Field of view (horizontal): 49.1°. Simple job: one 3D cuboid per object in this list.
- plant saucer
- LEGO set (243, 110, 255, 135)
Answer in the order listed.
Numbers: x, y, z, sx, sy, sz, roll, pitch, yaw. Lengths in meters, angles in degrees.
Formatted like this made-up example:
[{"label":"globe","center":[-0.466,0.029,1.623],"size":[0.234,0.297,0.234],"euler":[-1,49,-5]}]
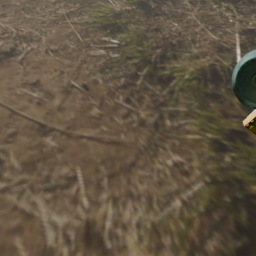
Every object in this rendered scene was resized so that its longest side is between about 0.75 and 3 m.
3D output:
[{"label":"plant saucer","center":[2.433,-0.882,5.164],"size":[0.208,1.160,1.160],"euler":[-12,41,-44]},{"label":"LEGO set","center":[3.167,-0.565,4.363],"size":[2.607,1.199,0.970],"euler":[-24,40,8]}]
